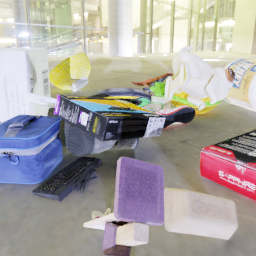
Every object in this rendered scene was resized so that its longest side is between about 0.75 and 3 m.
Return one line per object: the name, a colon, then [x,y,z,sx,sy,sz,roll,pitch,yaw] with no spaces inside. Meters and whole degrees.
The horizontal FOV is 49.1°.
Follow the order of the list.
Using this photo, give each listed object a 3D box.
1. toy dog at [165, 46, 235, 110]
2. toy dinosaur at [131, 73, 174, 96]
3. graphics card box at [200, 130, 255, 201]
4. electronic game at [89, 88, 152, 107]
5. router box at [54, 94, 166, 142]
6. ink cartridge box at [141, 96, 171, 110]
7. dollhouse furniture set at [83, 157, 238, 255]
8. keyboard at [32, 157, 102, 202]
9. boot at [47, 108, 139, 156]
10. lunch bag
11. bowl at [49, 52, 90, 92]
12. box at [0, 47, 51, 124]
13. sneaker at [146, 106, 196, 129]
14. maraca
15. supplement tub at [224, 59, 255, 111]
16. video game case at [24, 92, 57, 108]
toy dog: [2.513,-1.620,9.551,2.166,1.511,2.100,12,58,-16]
toy dinosaur: [1.507,-2.318,14.040,1.838,2.026,1.064,-55,28,-13]
graphics card box: [3.168,0.667,6.052,2.869,0.730,1.800,-15,22,-35]
electronic game: [-0.328,-0.888,9.462,2.269,0.472,2.269,-4,-8,-1]
router box: [-0.394,-0.292,7.023,1.719,0.588,2.305,25,17,34]
ink cartridge box: [1.106,-0.896,11.257,0.902,0.543,1.241,9,21,23]
dollhouse furniture set: [0.422,1.631,4.029,2.094,1.659,1.486,16,-32,-23]
keyboard: [-1.113,0.914,5.928,0.944,0.359,1.814,6,20,20]
boot: [-1.076,0.126,7.881,1.807,0.937,2.767,0,17,-39]
lunch bag: [-2.277,0.349,6.211,1.264,1.231,1.860,1,17,5]
bowl: [-2.989,-2.851,15.512,2.546,1.370,2.546,-34,-1,0]
box: [-3.824,-1.449,9.675,1.663,2.531,2.544,0,18,0]
sneaker: [1.389,-0.485,9.782,1.925,0.643,1.032,-16,26,-33]
maraca: [2.300,-1.396,11.143,2.791,1.493,1.914,15,27,19]
supplement tub: [5.273,-1.699,11.321,2.018,2.018,2.789,-6,19,-18]
video game case: [-1.720,-0.622,9.107,2.224,0.280,2.440,13,0,15]
